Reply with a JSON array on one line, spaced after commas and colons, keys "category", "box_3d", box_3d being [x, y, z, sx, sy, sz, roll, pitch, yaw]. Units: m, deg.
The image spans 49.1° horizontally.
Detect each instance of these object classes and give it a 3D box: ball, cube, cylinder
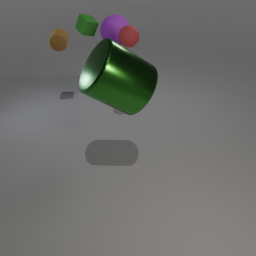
[{"category": "ball", "box_3d": [0.034, -3.015, 9.222, 0.700, 0.700, 0.700, 0, 31, 0]}, {"category": "cube", "box_3d": [-1.891, -4.733, 12.898, 0.700, 0.700, 0.700, -9, 50, -43]}, {"category": "cylinder", "box_3d": [-0.242, -1.200, 6.767, 1.400, 1.400, 1.400, 24, 19, -29]}, {"category": "cylinder", "box_3d": [-2.759, -3.523, 11.198, 0.700, 0.700, 0.700, -2, 37, -4]}, {"category": "ball", "box_3d": [-0.574, -4.475, 12.892, 1.400, 1.400, 1.400, 0, 31, 0]}]
